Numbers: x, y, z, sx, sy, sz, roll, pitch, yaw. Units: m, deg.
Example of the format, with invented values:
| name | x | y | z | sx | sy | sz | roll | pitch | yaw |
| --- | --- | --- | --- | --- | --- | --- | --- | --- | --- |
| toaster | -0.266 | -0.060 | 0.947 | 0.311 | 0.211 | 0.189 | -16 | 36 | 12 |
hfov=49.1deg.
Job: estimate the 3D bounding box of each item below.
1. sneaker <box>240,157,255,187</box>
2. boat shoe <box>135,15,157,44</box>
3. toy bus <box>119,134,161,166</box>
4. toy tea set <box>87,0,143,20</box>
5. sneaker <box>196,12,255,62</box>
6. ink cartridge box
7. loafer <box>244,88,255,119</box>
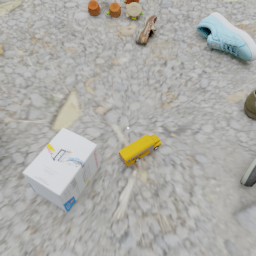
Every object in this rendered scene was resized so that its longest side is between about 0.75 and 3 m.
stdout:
| name | x | y | z | sx | sy | sz | roll | pitch | yaw |
| --- | --- | --- | --- | --- | --- | --- | --- | --- | --- |
| sneaker | 3.394 | 0.870 | 6.116 | 1.919 | 0.718 | 1.019 | -32 | 58 | -22 |
| boat shoe | 0.692 | -3.201 | 9.208 | 0.464 | 0.489 | 1.293 | 24 | 67 | 12 |
| toy bus | 0.294 | 0.474 | 6.586 | 1.025 | 0.401 | 0.334 | -30 | 60 | -15 |
| toy tea set | -0.454 | -4.454 | 10.083 | 2.045 | 0.757 | 1.216 | 5 | 84 | 0 |
| sneaker | 2.980 | -2.654 | 8.688 | 0.926 | 0.835 | 2.260 | -32 | 55 | -2 |
| ink cartridge box | -1.335 | 0.871 | 5.977 | 0.942 | 0.959 | 1.302 | 25 | 58 | 17 |
| loafer | 4.134 | -0.590 | 6.679 | 2.544 | 0.858 | 0.967 | -1 | 68 | 24 |
